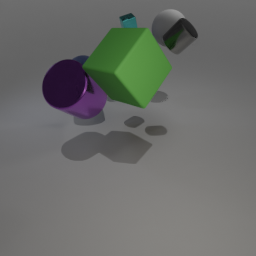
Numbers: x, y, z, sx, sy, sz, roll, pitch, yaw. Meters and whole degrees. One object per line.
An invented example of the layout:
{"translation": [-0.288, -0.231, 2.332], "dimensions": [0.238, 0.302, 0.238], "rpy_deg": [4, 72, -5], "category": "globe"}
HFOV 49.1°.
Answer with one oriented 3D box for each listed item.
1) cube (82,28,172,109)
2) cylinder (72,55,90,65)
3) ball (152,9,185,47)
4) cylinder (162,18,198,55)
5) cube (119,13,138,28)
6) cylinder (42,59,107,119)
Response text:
{"translation": [-0.003, -1.560, 7.210], "dimensions": [1.400, 1.400, 1.400], "rpy_deg": [21, 72, 45], "category": "cube"}
{"translation": [-1.694, -1.955, 10.855], "dimensions": [1.400, 1.400, 1.400], "rpy_deg": [-5, 30, -9], "category": "cylinder"}
{"translation": [1.636, -3.936, 11.079], "dimensions": [1.400, 1.400, 1.400], "rpy_deg": [0, 31, 0], "category": "ball"}
{"translation": [1.416, -2.492, 7.623], "dimensions": [0.700, 0.700, 0.700], "rpy_deg": [26, 45, -30], "category": "cylinder"}
{"translation": [0.027, -5.423, 14.518], "dimensions": [0.700, 0.700, 0.700], "rpy_deg": [-21, 44, -5], "category": "cube"}
{"translation": [-1.491, -1.062, 8.070], "dimensions": [1.400, 1.400, 1.400], "rpy_deg": [12, -6, 19], "category": "cylinder"}
